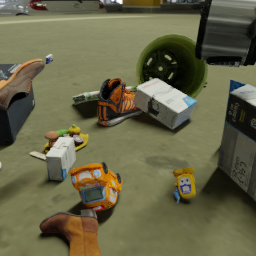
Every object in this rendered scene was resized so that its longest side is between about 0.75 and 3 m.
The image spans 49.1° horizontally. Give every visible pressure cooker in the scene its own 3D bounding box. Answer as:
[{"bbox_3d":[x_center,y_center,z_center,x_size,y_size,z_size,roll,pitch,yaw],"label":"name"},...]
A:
[{"bbox_3d":[2.041,-1.799,5.227,1.408,1.258,1.238,11,58,14],"label":"pressure cooker"}]

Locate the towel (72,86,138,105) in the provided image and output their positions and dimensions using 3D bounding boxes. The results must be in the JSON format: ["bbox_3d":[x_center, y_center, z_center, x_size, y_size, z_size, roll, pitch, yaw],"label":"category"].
[{"bbox_3d":[-0.780,-1.177,10.073,2.144,0.329,1.599,-12,7,-26],"label":"towel"}]

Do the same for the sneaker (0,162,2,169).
[{"bbox_3d":[-3.372,0.929,6.432,0.831,0.313,0.366,-7,28,-13],"label":"sneaker"}]

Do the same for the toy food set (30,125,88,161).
[{"bbox_3d":[-1.747,0.299,7.446,0.915,0.508,1.556,19,32,32],"label":"toy food set"}]

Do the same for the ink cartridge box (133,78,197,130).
[{"bbox_3d":[1.162,-0.819,9.006,1.644,0.688,1.192,35,41,24],"label":"ink cartridge box"}]

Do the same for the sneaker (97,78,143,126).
[{"bbox_3d":[-0.108,-1.054,9.217,0.908,1.312,2.341,16,31,29],"label":"sneaker"}]

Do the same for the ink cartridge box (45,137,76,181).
[{"bbox_3d":[-1.541,0.697,6.514,0.373,0.645,0.884,3,26,7],"label":"ink cartridge box"}]

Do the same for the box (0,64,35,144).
[{"bbox_3d":[-4.589,-0.842,8.467,2.797,1.642,2.751,-1,27,-5],"label":"box"}]

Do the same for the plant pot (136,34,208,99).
[{"bbox_3d":[1.465,-2.242,10.796,2.516,2.516,2.390,-1,15,-3],"label":"plant pot"}]

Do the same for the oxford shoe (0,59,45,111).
[{"bbox_3d":[-2.078,-0.854,5.546,0.497,0.486,1.364,38,62,2],"label":"oxford shoe"}]

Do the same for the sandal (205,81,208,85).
[{"bbox_3d":[2.696,-2.148,12.336,1.611,0.440,0.658,20,33,34],"label":"sandal"}]

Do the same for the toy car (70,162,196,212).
[{"bbox_3d":[0.181,1.103,5.316,2.429,1.192,0.808,-6,59,2],"label":"toy car"}]

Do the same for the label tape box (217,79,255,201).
[{"bbox_3d":[2.643,0.224,6.051,0.875,1.897,2.648,-10,28,-18],"label":"label tape box"}]

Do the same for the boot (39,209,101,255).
[{"bbox_3d":[-0.957,1.924,4.608,1.027,0.374,1.091,-2,37,-12],"label":"boot"}]

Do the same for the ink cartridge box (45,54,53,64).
[{"bbox_3d":[-4.478,-3.931,15.942,0.168,0.358,0.761,2,28,4],"label":"ink cartridge box"}]
